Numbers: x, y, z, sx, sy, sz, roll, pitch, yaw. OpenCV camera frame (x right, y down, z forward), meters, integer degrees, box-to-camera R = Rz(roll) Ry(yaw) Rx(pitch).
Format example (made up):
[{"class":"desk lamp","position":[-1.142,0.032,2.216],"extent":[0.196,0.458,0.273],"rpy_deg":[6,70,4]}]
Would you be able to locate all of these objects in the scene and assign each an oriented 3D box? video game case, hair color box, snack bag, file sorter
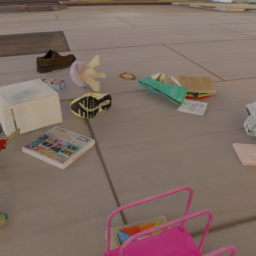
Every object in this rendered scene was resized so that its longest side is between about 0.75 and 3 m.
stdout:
[{"class":"video game case","position":[-2.269,0.584,9.252],"extent":[1.770,0.210,1.611],"rpy_deg":[18,36,26]},{"class":"hair color box","position":[-3.680,-2.121,13.624],"extent":[1.095,0.332,0.542],"rpy_deg":[7,32,13]},{"class":"snack bag","position":[2.758,-0.914,11.806],"extent":[1.107,0.126,1.174],"rpy_deg":[13,34,21]},{"class":"file sorter","position":[0.880,2.483,4.378],"extent":[1.841,1.662,2.650],"rpy_deg":[-12,40,-20]}]

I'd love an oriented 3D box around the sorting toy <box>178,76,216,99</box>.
[{"class":"sorting toy","position":[3.112,-1.843,12.943],"extent":[1.584,0.554,1.593],"rpy_deg":[4,31,6]}]

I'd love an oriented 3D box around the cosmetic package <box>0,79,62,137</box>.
[{"class":"cosmetic package","position":[-3.874,-0.851,10.586],"extent":[2.042,1.255,2.035],"rpy_deg":[-19,34,-31]}]

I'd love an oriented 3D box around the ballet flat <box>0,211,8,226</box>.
[{"class":"ballet flat","position":[-3.490,1.978,6.608],"extent":[1.338,0.504,0.454],"rpy_deg":[7,46,12]}]

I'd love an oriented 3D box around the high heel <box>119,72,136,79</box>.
[{"class":"high heel","position":[-0.027,-2.683,14.592],"extent":[0.825,0.295,0.588],"rpy_deg":[-4,27,-20]}]

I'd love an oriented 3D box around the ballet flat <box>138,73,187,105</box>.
[{"class":"ballet flat","position":[1.568,-1.902,12.428],"extent":[0.924,0.966,2.745],"rpy_deg":[22,9,-47]}]

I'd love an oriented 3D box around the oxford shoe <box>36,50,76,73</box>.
[{"class":"oxford shoe","position":[-4.033,-3.952,15.985],"extent":[0.922,1.071,2.538],"rpy_deg":[23,36,36]}]

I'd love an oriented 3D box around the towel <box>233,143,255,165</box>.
[{"class":"towel","position":[3.965,0.815,8.905],"extent":[0.995,0.168,1.042],"rpy_deg":[1,30,1]}]

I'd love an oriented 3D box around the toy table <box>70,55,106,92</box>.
[{"class":"toy table","position":[-1.840,-2.591,13.301],"extent":[1.068,1.676,1.824],"rpy_deg":[3,15,18]}]

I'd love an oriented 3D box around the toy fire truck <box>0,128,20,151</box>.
[{"class":"toy fire truck","position":[-3.918,0.554,8.276],"extent":[1.412,1.243,0.908],"rpy_deg":[-1,60,-33]}]

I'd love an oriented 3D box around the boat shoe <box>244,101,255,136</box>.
[{"class":"boat shoe","position":[4.591,-0.150,9.793],"extent":[1.016,1.068,2.967],"rpy_deg":[-11,32,24]}]

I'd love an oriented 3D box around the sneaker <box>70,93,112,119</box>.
[{"class":"sneaker","position":[-1.615,-0.939,11.121],"extent":[1.018,0.881,2.254],"rpy_deg":[12,15,27]}]

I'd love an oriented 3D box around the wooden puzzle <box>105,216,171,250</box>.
[{"class":"wooden puzzle","position":[0.364,2.517,5.965],"extent":[1.463,0.272,1.354],"rpy_deg":[-10,33,-17]}]
